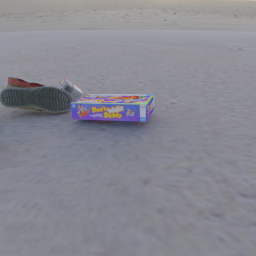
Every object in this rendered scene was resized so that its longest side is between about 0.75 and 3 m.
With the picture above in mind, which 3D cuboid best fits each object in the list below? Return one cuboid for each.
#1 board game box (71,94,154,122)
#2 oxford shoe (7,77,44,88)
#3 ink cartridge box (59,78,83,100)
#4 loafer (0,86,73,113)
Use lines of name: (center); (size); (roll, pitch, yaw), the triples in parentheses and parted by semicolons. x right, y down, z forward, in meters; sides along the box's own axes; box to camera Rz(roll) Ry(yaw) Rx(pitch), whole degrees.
board game box: (-0.370, -0.610, 7.958); (2.078, 0.465, 1.397); (2, 17, 12)
oxford shoe: (-3.110, -1.124, 9.226); (1.885, 0.705, 0.664); (11, 12, -46)
ink cartridge box: (-2.047, -1.434, 9.957); (0.691, 0.319, 1.268); (34, 8, -26)
loafer: (-2.693, -0.884, 8.406); (2.068, 0.778, 0.720); (6, 3, -16)
